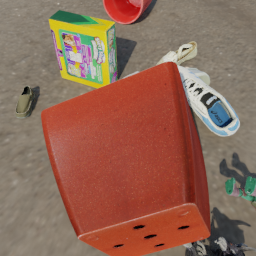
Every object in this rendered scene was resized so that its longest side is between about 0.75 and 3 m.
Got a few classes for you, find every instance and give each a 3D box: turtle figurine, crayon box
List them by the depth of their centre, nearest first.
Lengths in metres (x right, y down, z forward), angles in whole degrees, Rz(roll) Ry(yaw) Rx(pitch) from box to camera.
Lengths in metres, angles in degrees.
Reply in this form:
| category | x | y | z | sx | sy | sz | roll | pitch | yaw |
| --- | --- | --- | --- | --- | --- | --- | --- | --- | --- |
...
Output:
| category | x | y | z | sx | sy | sz | roll | pitch | yaw |
| --- | --- | --- | --- | --- | --- | --- | --- | --- | --- |
| turtle figurine | 3.100 | 1.517 | 6.450 | 1.630 | 1.221 | 0.821 | 20 | 51 | -28 |
| crayon box | -1.432 | -2.561 | 9.523 | 2.042 | 2.367 | 0.690 | 18 | 51 | 15 |

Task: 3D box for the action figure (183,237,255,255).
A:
| category | x | y | z | sx | sy | sz | roll | pitch | yaw |
| --- | --- | --- | --- | --- | --- | --- | --- | --- | --- |
| action figure | 1.462 | 2.841 | 5.445 | 2.522 | 1.287 | 1.499 | -33 | 13 | -18 |

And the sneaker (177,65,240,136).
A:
| category | x | y | z | sx | sy | sz | roll | pitch | yaw |
| --- | --- | --- | --- | --- | --- | --- | --- | --- | --- |
| sneaker | 2.235 | -0.965 | 8.516 | 1.045 | 1.054 | 2.909 | -40 | 76 | -10 |

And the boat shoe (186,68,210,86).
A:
| category | x | y | z | sx | sy | sz | roll | pitch | yaw |
| --- | --- | --- | --- | --- | --- | --- | --- | --- | --- |
| boat shoe | 1.500 | -1.549 | 9.742 | 2.603 | 0.908 | 0.927 | -11 | 36 | -12 |

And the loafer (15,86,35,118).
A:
| category | x | y | z | sx | sy | sz | roll | pitch | yaw |
| --- | --- | --- | --- | --- | --- | --- | --- | --- | --- |
| loafer | -3.471 | -0.889 | 9.322 | 0.517 | 0.479 | 1.376 | -3 | 49 | -3 |

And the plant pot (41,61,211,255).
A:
| category | x | y | z | sx | sy | sz | roll | pitch | yaw |
| --- | --- | --- | --- | --- | --- | --- | --- | --- | --- |
| plant pot | 0.208 | 0.951 | 5.651 | 2.898 | 2.900 | 2.556 | -20 | 50 | 10 |

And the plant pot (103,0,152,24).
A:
| category | x | y | z | sx | sy | sz | roll | pitch | yaw |
| --- | --- | --- | --- | --- | --- | --- | --- | --- | --- |
| plant pot | 0.146 | -6.129 | 13.023 | 2.089 | 2.089 | 1.848 | 22 | 44 | 18 |

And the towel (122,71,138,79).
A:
| category | x | y | z | sx | sy | sz | roll | pitch | yaw |
| --- | --- | --- | --- | --- | --- | --- | --- | --- | --- |
| towel | 0.239 | -1.688 | 10.141 | 0.755 | 0.323 | 0.625 | -31 | 54 | -22 |

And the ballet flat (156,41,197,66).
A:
| category | x | y | z | sx | sy | sz | roll | pitch | yaw |
| --- | --- | --- | --- | --- | --- | --- | --- | --- | --- |
| ballet flat | 1.863 | -2.797 | 10.864 | 2.143 | 0.668 | 0.723 | -34 | 57 | -26 |
